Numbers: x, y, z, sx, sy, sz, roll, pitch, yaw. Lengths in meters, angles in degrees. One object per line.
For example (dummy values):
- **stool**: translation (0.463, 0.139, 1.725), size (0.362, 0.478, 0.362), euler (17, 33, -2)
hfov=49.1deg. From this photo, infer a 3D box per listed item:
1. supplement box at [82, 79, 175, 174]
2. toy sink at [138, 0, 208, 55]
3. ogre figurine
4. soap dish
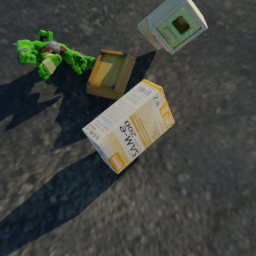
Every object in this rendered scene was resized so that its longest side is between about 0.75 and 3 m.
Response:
- **supplement box**: translation (0.087, -0.044, 7.714), size (2.278, 1.436, 0.838), euler (-41, 44, -12)
- **toy sink**: translation (1.300, -3.081, 8.580), size (1.798, 1.172, 1.007), euler (-31, 37, 28)
- **ogre figurine**: translation (-2.332, -2.258, 8.633), size (2.512, 1.233, 1.506), euler (-29, 49, -32)
- **soap dish**: translation (-0.557, -1.722, 8.839), size (1.213, 0.626, 1.542), euler (15, 77, 19)
